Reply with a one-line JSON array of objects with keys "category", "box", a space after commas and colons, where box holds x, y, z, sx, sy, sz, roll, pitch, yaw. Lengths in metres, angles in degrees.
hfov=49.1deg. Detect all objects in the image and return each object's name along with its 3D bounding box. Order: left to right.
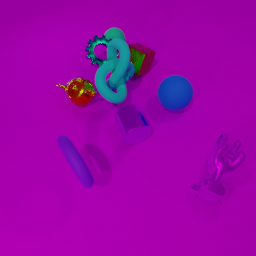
[{"category": "ring", "box": [-1.279, 0.820, 6.817, 0.291, 1.456, 1.456, -32, 61, -15]}, {"category": "teapot", "box": [-1.637, -1.224, 9.110, 1.519, 0.744, 0.945, 14, 83, 27]}, {"category": "gear", "box": [-0.909, -2.639, 9.720, 1.137, 0.210, 1.137, 2, 84, -18]}, {"category": "ball", "box": [-0.508, -3.321, 10.482, 0.812, 0.812, 0.812, 0, 56, 0]}, {"category": "knot shape", "box": [-0.349, -1.700, 8.952, 0.905, 1.833, 1.959, 11, 86, 9]}, {"category": "cylinder", "box": [0.132, -0.104, 8.391, 0.871, 0.871, 0.871, -18, 58, -12]}, {"category": "cube", "box": [0.358, -2.433, 9.850, 0.808, 0.808, 0.808, 32, 35, 20]}, {"category": "ball", "box": [1.467, -1.091, 8.689, 1.086, 1.086, 1.086, 0, 56, 0]}, {"category": "cow figurine", "box": [2.414, 1.140, 7.541, 0.948, 1.699, 1.727, 28, 23, 6]}]
